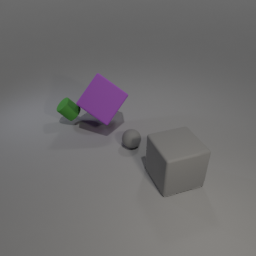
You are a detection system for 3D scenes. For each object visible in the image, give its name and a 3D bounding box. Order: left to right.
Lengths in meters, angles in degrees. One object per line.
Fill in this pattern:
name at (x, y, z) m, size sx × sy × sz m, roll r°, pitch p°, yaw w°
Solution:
cylinder at (-2.405, -0.762, 11.359) m, size 0.700 × 0.700 × 0.700 m, roll -31°, pitch 38°, yaw 27°
cube at (-1.010, -1.088, 10.873) m, size 1.400 × 1.400 × 1.400 m, roll 35°, pitch -1°, yaw -8°
ball at (0.128, 0.381, 10.202) m, size 0.700 × 0.700 × 0.700 m, roll 0°, pitch 32°, yaw 0°
cube at (1.455, 0.995, 8.576) m, size 1.400 × 1.400 × 1.400 m, roll -11°, pitch 36°, yaw -17°
